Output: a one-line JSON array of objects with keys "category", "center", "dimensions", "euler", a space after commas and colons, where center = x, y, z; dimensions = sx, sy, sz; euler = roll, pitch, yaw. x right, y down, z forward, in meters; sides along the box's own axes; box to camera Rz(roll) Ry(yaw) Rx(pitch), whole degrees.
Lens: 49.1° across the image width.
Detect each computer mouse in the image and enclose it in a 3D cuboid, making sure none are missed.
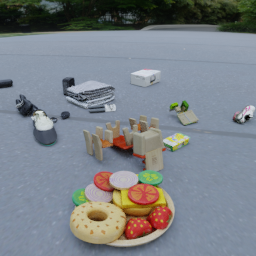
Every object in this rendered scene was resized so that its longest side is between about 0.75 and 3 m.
[{"category": "computer mouse", "center": [-3.034, -0.496, 12.607], "dimensions": [0.192, 0.330, 1.125], "euler": [4, 23, 39]}]

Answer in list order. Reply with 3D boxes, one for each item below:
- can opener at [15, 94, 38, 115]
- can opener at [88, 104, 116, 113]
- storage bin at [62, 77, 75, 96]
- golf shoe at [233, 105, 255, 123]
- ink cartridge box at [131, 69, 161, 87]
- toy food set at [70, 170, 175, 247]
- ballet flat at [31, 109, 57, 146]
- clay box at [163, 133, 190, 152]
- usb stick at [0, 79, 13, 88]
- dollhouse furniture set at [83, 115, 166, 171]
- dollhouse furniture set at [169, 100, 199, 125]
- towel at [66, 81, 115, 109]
[{"category": "can opener", "center": [-5.155, -1.127, 13.754], "dimensions": [0.758, 0.941, 2.392], "euler": [-50, 38, -8]}, {"category": "can opener", "center": [-1.244, -0.930, 13.656], "dimensions": [1.360, 0.358, 0.452], "euler": [-6, -10, -15]}, {"category": "storage bin", "center": [-3.350, -2.359, 15.895], "dimensions": [0.446, 0.950, 0.642], "euler": [7, 26, 17]}, {"category": "golf shoe", "center": [5.371, -0.574, 12.630], "dimensions": [1.439, 0.522, 0.663], "euler": [-28, 40, -31]}, {"category": "ink cartridge box", "center": [1.138, -3.264, 18.097], "dimensions": [1.258, 0.730, 1.705], "euler": [19, 33, 35]}, {"category": "toy food set", "center": [-0.135, 1.899, 7.103], "dimensions": [2.601, 0.633, 2.575], "euler": [-2, 25, -4]}, {"category": "ballet flat", "center": [-3.451, -0.154, 11.275], "dimensions": [0.908, 0.908, 2.485], "euler": [-10, 27, -21]}, {"category": "clay box", "center": [1.806, 0.515, 10.533], "dimensions": [1.067, 0.254, 0.613], "euler": [-20, 32, -36]}, {"category": "usb stick", "center": [-8.467, -2.608, 17.020], "dimensions": [2.767, 0.451, 0.767], "euler": [-13, 28, -25]}, {"category": "dollhouse furniture set", "center": [0.103, 0.571, 9.716], "dimensions": [2.541, 1.309, 2.514], "euler": [-16, 18, -31]}, {"category": "dollhouse furniture set", "center": [2.508, -0.534, 12.762], "dimensions": [0.840, 0.644, 1.283], "euler": [-17, 58, -20]}, {"category": "towel", "center": [-2.003, -1.882, 14.897], "dimensions": [2.162, 0.925, 1.790], "euler": [-22, 32, -39]}]
